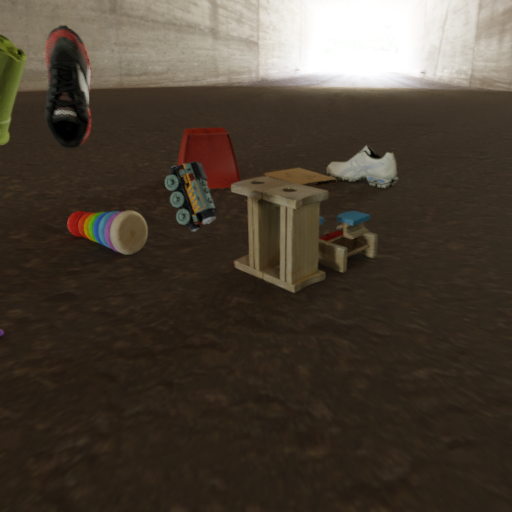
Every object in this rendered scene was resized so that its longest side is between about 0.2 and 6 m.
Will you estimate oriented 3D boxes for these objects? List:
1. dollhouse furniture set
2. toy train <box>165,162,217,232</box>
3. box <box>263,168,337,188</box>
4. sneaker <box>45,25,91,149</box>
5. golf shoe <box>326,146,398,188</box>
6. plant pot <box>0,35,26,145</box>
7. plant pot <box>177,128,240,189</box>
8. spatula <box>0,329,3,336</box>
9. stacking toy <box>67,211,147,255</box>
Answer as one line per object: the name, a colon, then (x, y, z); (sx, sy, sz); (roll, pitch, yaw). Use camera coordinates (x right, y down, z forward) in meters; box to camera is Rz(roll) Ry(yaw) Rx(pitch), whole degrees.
dollhouse furniture set: (0.867, -0.595, 9.801); (2.196, 1.548, 1.539); (-20, 29, -39)
toy train: (-0.887, -0.837, 7.727); (0.547, 0.960, 0.409); (-21, -5, 23)
box: (1.226, -2.191, 15.814); (1.365, 0.178, 1.670); (-14, 25, -33)
sneaker: (-3.877, -3.355, 11.552); (0.893, 2.526, 1.234); (0, 30, -13)
golf shoe: (2.954, -2.584, 15.636); (2.177, 1.058, 0.852); (15, 28, 36)
plant pot: (-3.844, -2.443, 7.794); (1.334, 1.266, 1.334); (33, 19, -13)
plant pot: (-1.369, -2.753, 15.518); (1.633, 1.441, 1.635); (-5, 22, -11)
spatula: (-4.031, 1.223, 7.003); (0.504, 0.183, 1.785); (18, 30, 27)
stacking toy: (-3.017, -0.524, 10.895); (1.908, 0.814, 0.814); (8, 22, 38)
